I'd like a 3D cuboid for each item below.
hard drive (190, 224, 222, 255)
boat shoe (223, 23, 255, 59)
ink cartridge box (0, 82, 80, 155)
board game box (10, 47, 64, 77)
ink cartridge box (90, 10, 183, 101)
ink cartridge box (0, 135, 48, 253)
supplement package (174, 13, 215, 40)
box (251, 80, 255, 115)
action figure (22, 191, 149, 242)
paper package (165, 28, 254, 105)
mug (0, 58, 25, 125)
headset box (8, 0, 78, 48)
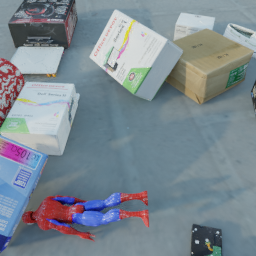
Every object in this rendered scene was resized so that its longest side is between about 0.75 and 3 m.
[{"bbox_3d":[1.480,2.273,5.296,0.575,0.156,0.823,8,45,8],"label":"hard drive"},{"bbox_3d":[4.615,-3.136,10.194,2.414,0.806,0.888,25,50,22],"label":"boat shoe"},{"bbox_3d":[-2.222,-0.484,7.548,1.436,0.826,2.453,3,45,3],"label":"ink cartridge box"},{"bbox_3d":[-3.208,-2.328,9.811,1.685,0.218,1.685,0,45,1],"label":"board game box"},{"bbox_3d":[0.155,-2.232,8.517,1.011,1.744,2.409,11,26,-51],"label":"ink cartridge box"},{"bbox_3d":[-2.645,1.272,5.182,1.513,0.847,2.218,24,69,-8],"label":"ink cartridge box"},{"bbox_3d":[2.583,-3.840,10.927,1.353,0.750,1.053,15,48,13],"label":"supplement package"},{"bbox_3d":[3.999,-0.981,7.782,0.633,1.204,1.470,8,46,7],"label":"box"},{"bbox_3d":[-0.862,1.708,5.548,2.539,0.656,0.831,-3,40,4],"label":"action figure"},{"bbox_3d":[2.377,-2.016,8.860,2.195,1.135,2.092,-27,51,-25],"label":"paper package"},{"bbox_3d":[-4.089,-0.763,7.345,2.145,1.612,2.417,8,42,5],"label":"mug"},{"bbox_3d":[-3.233,-4.107,10.962,2.092,1.056,2.815,0,45,0],"label":"headset box"}]
